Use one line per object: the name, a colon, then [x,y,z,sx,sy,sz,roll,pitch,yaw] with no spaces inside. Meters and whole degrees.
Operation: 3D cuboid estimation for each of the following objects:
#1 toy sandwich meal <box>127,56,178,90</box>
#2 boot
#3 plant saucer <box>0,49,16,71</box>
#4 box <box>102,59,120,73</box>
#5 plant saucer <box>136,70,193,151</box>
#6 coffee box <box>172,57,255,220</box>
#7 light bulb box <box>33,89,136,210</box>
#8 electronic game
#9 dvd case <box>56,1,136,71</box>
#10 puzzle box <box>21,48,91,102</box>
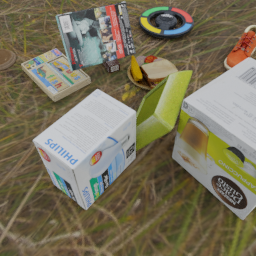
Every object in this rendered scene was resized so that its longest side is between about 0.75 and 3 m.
toy sandwich meal: [1.066,-2.463,11.753,2.383,0.816,2.383,0,50,0]
boot: [5.035,-3.498,12.290,0.952,1.360,2.537,27,57,19]
plant saucer: [-5.880,-3.124,12.697,1.547,0.228,1.547,0,51,0]
box: [-0.817,-2.953,12.439,0.549,0.411,1.096,-22,52,-17]
plant saucer: [0.860,-0.610,8.941,0.569,2.375,2.371,32,59,-13]
coffee box: [3.421,0.270,8.159,2.888,2.856,2.884,-33,58,-24]
light bulb box: [-1.070,0.643,8.170,1.504,2.389,2.410,31,58,24]
electronic game: [1.964,-5.476,14.393,2.812,0.585,2.812,0,50,0]
dvd case: [-1.109,-3.463,10.558,2.758,2.013,0.304,-23,23,-23]
puzzle box: [-3.090,-2.340,11.958,1.819,0.348,2.734,-34,58,-25]
